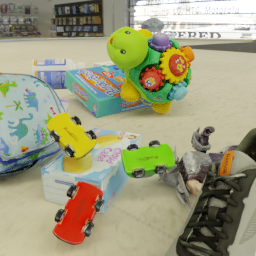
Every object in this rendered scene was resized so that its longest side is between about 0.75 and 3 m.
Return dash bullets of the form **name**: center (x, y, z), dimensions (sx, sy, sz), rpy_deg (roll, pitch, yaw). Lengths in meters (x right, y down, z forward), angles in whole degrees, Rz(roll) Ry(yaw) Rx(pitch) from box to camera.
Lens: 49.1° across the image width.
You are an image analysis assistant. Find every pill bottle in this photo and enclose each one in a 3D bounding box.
- **pill bottle**: center (-2.842, -2.250, 11.589), dimensions (2.105, 1.179, 1.179), rpy_deg (-3, 21, -10)

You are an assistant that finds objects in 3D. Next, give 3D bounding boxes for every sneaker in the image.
- **sneaker**: center (1.027, 0.934, 3.037), dimensions (0.972, 1.042, 2.629), rpy_deg (-1, 30, 49)

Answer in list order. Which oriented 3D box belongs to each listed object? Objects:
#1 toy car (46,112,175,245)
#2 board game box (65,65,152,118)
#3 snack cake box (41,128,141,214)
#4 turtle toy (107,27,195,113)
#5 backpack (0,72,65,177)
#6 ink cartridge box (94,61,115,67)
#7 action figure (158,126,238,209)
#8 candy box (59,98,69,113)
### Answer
- **toy car**: center (-0.205, 0.571, 3.946), dimensions (1.741, 0.413, 1.850), rpy_deg (-7, 61, -12)
- **board game box**: center (-0.384, -1.381, 9.378), dimensions (2.784, 0.626, 2.117), rpy_deg (-17, 44, -35)
- **snack cake box**: center (-0.520, 0.636, 4.939), dimensions (1.055, 0.617, 1.835), rpy_deg (6, 22, 19)
- **turtle toy**: center (0.681, -1.725, 7.689), dimensions (2.983, 2.174, 1.508), rpy_deg (17, -8, -29)
- **backpack**: center (-2.028, -0.110, 5.157), dimensions (1.438, 1.791, 1.957), rpy_deg (-21, -1, 37)
- **ink cartridge box**: center (-0.467, -2.494, 12.646), dimensions (1.471, 0.849, 2.015), rpy_deg (-15, 26, -33)
- **action figure**: center (1.642, 0.558, 4.627), dimensions (2.523, 0.875, 1.642), rpy_deg (-8, 39, 5)
- **candy box**: center (-3.016, -0.617, 7.182), dimensions (2.313, 0.828, 1.940), rpy_deg (19, 11, 40)
